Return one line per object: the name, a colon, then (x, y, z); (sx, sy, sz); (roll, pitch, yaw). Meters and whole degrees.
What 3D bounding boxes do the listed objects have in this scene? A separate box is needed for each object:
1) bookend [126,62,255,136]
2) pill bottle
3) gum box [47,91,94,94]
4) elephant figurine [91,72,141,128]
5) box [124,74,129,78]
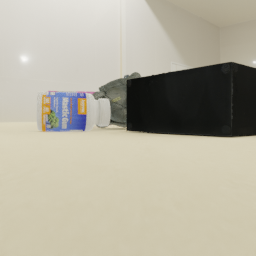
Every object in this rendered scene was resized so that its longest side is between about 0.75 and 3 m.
bookend: (1.984, -0.552, 6.869); (2.922, 1.346, 2.904); (-1, 2, -39)
pill bottle: (-1.524, -0.452, 7.898); (1.958, 1.097, 1.097); (0, 2, -14)
gum box: (-2.485, -0.856, 12.548); (2.597, 1.474, 0.859); (-3, -3, -30)
elephant figurine: (-0.327, -0.697, 10.277); (2.033, 2.230, 2.874); (-48, 9, -19)
box: (0.030, -1.819, 12.540); (0.232, 0.909, 0.717); (-9, 44, 17)
